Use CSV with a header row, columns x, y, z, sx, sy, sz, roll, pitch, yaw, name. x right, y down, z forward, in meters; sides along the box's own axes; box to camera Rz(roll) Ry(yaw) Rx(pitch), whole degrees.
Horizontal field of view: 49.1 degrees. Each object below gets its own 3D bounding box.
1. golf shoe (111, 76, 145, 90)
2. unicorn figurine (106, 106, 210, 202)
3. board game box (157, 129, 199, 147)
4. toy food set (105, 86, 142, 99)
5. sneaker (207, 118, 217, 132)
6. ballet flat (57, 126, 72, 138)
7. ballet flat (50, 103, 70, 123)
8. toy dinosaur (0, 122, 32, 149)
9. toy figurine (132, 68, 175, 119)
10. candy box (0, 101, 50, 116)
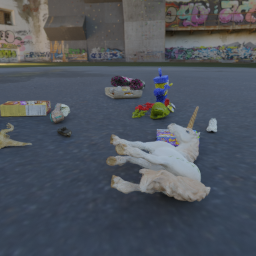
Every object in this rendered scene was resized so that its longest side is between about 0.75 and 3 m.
x,y,z,sx,sy,sz,roll,pitch,yaw,name
-0.003,-2.669,17.163,2.188,0.794,1.008,13,5,21,golf shoe
0.630,0.521,5.035,1.930,1.038,2.811,8,28,-10,unicorn figurine
1.255,0.245,7.169,1.034,0.232,0.695,1,15,5,board game box
-0.277,-1.946,14.562,1.443,0.608,2.012,-5,16,-17,toy food set
2.480,-0.083,8.238,0.299,0.322,0.795,6,18,16,sneaker
-1.762,0.112,7.815,0.291,0.200,0.865,-34,23,-23,ballet flat
-2.231,-0.530,9.470,0.498,0.504,1.481,-17,22,2,ballet flat
-3.126,0.289,6.885,1.707,0.497,0.863,7,32,-5,toy dinosaur
1.015,-1.415,10.608,1.456,1.654,2.761,4,15,14,toy figurine
-3.766,-0.735,10.402,1.599,0.451,0.933,0,14,-7,candy box
